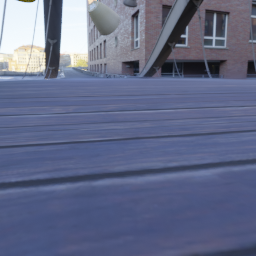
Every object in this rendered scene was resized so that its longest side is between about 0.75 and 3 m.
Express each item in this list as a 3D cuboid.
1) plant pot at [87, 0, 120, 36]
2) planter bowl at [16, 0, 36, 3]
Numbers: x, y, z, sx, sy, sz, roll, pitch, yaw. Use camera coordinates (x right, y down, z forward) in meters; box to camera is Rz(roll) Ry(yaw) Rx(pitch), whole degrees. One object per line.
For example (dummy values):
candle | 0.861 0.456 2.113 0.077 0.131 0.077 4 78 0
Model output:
plant pot | -1.008 -4.264 10.646 1.015 1.015 1.083 9 -16 37
planter bowl | -2.491 -3.319 5.317 1.898 0.791 1.898 22 -4 2
